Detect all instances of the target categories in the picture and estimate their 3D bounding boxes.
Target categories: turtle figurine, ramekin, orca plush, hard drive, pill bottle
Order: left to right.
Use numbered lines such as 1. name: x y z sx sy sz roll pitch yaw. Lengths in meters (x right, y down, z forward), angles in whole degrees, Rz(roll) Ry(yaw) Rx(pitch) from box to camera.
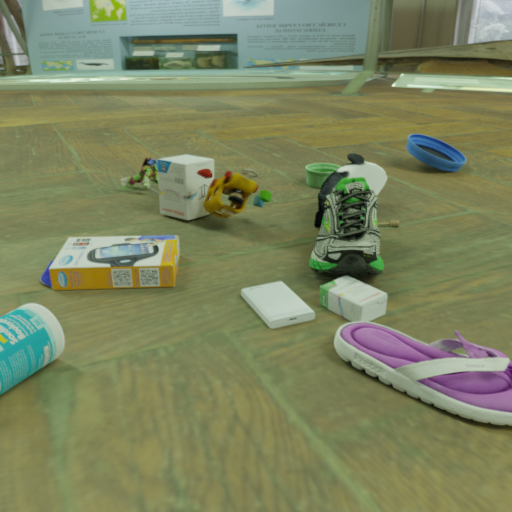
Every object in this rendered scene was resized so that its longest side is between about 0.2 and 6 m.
1. pill bottle: -3.355 1.312 7.250 0.881 0.881 1.591 12 27 26
2. turtle figurine: -2.987 -1.968 15.315 1.198 1.236 0.889 -13 42 21
3. hard drive: 0.341 0.794 9.335 0.796 0.161 1.207 -10 25 -21
4. ramekin: 1.907 -2.263 15.904 1.041 0.509 1.041 0 24 0
5. orca plush: 2.066 -1.489 13.659 1.017 1.505 2.861 -12 27 47

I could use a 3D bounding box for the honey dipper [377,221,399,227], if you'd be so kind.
1. honey dipper: 2.864 -0.731 12.887 0.818 0.155 0.155 -2 23 6

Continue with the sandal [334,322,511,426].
1. sandal: 2.435 1.362 7.276 3.080 0.757 1.253 13 27 27

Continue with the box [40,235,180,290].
1. box: -2.721 0.097 10.525 2.473 0.513 1.472 0 24 -5

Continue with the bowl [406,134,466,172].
1. bowl: 5.623 -3.236 17.631 1.916 0.376 1.916 14 32 -9

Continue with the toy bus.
1. toy bus: -0.562 -1.293 12.420 1.488 0.815 1.577 11 -15 22

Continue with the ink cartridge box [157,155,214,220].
1. ink cartridge box: -1.662 -1.650 13.406 0.990 1.344 0.972 17 25 36

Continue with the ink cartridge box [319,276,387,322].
1. ink cartridge box: 1.591 0.721 9.200 0.664 0.400 0.914 -18 27 -36

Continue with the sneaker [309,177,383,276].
1. sneaker: 1.737 -0.623 10.894 1.356 1.481 3.476 2 23 5
